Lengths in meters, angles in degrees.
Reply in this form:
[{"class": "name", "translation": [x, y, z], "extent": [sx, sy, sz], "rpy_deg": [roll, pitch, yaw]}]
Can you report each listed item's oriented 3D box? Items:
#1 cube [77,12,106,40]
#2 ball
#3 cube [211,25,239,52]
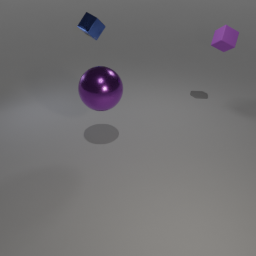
[{"class": "cube", "translation": [-1.497, -4.179, 11.517], "extent": [0.700, 0.700, 0.700], "rpy_deg": [38, 7, 26]}, {"class": "ball", "translation": [-0.849, -1.223, 8.752], "extent": [1.400, 1.400, 1.400], "rpy_deg": [0, 30, 0]}, {"class": "cube", "translation": [3.936, -3.623, 11.383], "extent": [0.700, 0.700, 0.700], "rpy_deg": [21, -8, -18]}]
